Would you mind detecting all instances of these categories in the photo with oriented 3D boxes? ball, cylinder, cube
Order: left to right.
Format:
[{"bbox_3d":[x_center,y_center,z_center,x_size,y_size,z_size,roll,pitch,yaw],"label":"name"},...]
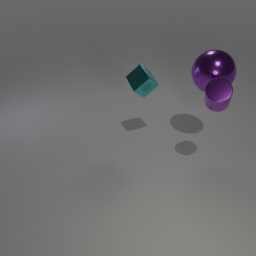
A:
[{"bbox_3d":[0.475,-1.567,9.393,0.700,0.700,0.700,22,35,-55],"label":"cube"},{"bbox_3d":[2.764,-1.816,9.059,1.400,1.400,1.400,0,33,0],"label":"ball"},{"bbox_3d":[2.445,-0.884,7.600,0.700,0.700,0.700,-4,70,12],"label":"cylinder"}]
